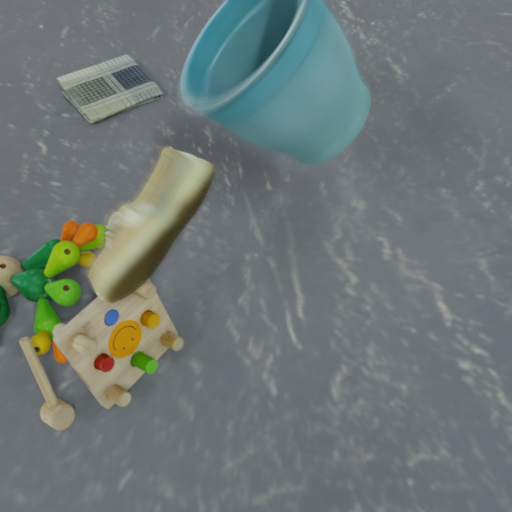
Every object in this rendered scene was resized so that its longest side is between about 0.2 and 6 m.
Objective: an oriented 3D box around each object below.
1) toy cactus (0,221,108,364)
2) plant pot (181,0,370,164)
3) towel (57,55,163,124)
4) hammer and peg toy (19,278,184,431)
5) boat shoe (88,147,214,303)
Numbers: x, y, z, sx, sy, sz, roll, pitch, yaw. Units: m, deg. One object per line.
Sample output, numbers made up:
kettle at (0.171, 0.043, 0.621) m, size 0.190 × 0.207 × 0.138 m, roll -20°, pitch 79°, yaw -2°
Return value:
toy cactus at (-3.310, 0.429, 8.248) m, size 2.316 × 1.435 × 2.806 m, roll 8°, pitch 52°, yaw 30°
plant pot at (0.388, -2.144, 6.923) m, size 1.932 × 1.815 × 1.932 m, roll -26°, pitch 49°, yaw 33°
towel at (-3.106, -3.527, 11.881) m, size 1.777 × 0.307 × 1.711 m, roll -28°, pitch 59°, yaw -23°
hammer and peg toy at (-1.966, 1.247, 7.238) m, size 0.727 × 1.515 × 2.060 m, roll 18°, pitch 50°, yaw 38°
boat shoe at (-1.325, -0.468, 6.686) m, size 0.781 × 0.906 × 2.482 m, roll 28°, pitch 50°, yaw 2°
